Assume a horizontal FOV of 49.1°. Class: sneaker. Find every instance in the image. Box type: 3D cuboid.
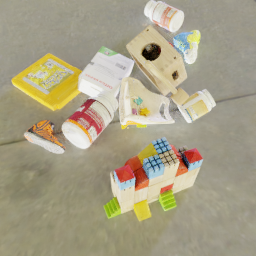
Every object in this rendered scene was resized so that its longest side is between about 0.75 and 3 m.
[{"bbox_3d":[-2.422,0.194,8.658,1.471,0.570,0.824,24,57,17],"label":"sneaker"},{"bbox_3d":[2.284,-3.246,11.285,1.025,0.739,1.952,6,46,21],"label":"sneaker"}]

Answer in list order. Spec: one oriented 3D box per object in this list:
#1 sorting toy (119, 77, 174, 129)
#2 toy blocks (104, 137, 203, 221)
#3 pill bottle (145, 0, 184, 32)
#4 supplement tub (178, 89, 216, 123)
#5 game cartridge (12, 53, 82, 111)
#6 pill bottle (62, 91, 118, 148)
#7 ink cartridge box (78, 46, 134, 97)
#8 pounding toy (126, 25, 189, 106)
[{"bbox_3d":[0.627,-0.632,9.124,1.707,1.013,1.896,5,46,-10],"label":"sorting toy"},{"bbox_3d":[0.696,1.101,7.079,2.882,1.970,1.440,-18,55,-14],"label":"toy blocks"},{"bbox_3d":[1.565,-4.997,12.384,1.648,0.924,0.924,38,61,25],"label":"pill bottle"},{"bbox_3d":[2.183,-0.707,8.937,1.015,0.734,0.734,-32,55,9],"label":"supplement tub"},{"bbox_3d":[-2.759,-1.743,10.251,2.209,0.358,1.947,30,58,21],"label":"game cartridge"},{"bbox_3d":[-1.117,-0.317,8.763,1.026,1.026,1.817,27,56,19],"label":"pill bottle"},{"bbox_3d":[-0.773,-1.867,9.943,1.335,0.771,1.828,27,57,3],"label":"ink cartridge box"},{"bbox_3d":[1.190,-1.894,8.577,1.159,2.225,2.533,-40,68,5],"label":"pounding toy"}]
